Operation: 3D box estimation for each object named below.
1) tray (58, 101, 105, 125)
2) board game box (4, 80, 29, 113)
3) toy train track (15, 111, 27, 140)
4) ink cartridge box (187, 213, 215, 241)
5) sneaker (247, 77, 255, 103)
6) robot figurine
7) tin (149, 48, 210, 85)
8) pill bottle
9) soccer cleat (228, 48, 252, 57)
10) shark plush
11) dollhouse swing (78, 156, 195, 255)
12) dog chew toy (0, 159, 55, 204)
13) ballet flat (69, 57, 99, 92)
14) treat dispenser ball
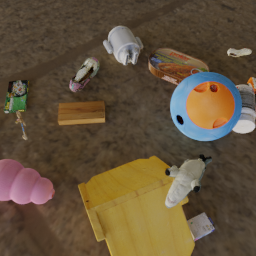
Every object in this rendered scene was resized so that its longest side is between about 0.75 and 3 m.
[{"bbox_3d":[-1.918,-0.644,11.660,1.892,0.350,0.933,-3,56,-3],"label":"tray"},{"bbox_3d":[-4.860,-1.404,12.269,0.894,0.200,1.706,-3,56,-5],"label":"board game box"},{"bbox_3d":[-2.901,-0.064,7.556,0.158,0.558,0.973,-24,57,-8],"label":"toy train track"},{"bbox_3d":[2.363,3.169,9.074,0.896,0.342,0.611,-22,59,-12],"label":"ink cartridge box"},{"bbox_3d":[5.790,-1.329,11.882,0.959,0.790,2.086,3,57,-2],"label":"sneaker"},{"bbox_3d":[-0.214,-3.985,13.371,1.855,1.235,2.187,-9,56,-20],"label":"robot figurine"},{"bbox_3d":[2.317,-2.783,12.990,2.887,0.604,1.616,27,64,17],"label":"tin"},{"bbox_3d":[4.617,-0.774,11.328,1.028,1.028,1.805,9,56,6],"label":"pill bottle"},{"bbox_3d":[5.455,-3.656,13.698,1.121,0.388,0.435,5,61,12],"label":"soccer cleat"},{"bbox_3d":[1.562,1.212,7.297,0.915,0.839,2.013,19,36,21],"label":"shark plush"},{"bbox_3d":[0.312,2.859,9.184,2.943,2.587,2.675,-21,17,-13],"label":"dollhouse swing"},{"bbox_3d":[-3.560,1.893,9.386,2.229,1.388,1.388,17,57,2],"label":"dog chew toy"},{"bbox_3d":[-1.893,-2.563,12.658,0.772,0.794,2.232,31,60,0],"label":"ballet flat"},{"bbox_3d":[2.884,-0.800,10.468,2.566,2.566,2.566,0,56,0],"label":"treat dispenser ball"}]
